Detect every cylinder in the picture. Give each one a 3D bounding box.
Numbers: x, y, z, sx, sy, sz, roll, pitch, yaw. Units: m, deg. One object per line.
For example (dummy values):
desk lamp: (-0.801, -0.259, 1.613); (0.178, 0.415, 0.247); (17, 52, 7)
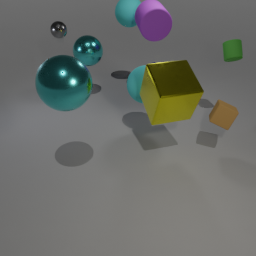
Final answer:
cylinder: (4.094, -3.021, 10.958); (0.700, 0.700, 0.700); (-5, -1, 0)
cylinder: (1.083, -4.708, 12.240); (1.400, 1.400, 1.400); (-4, 39, -7)

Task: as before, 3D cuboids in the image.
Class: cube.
cube: (3.266, -0.464, 9.613); (0.700, 0.700, 0.700); (27, 23, 4)
cube: (1.309, -1.120, 8.889); (1.400, 1.400, 1.400); (-9, 58, -14)

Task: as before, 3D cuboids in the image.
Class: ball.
ball: (0.065, -5.623, 13.578); (1.400, 1.400, 1.400); (0, 31, 0)
ball: (-1.594, -1.114, 7.026); (1.400, 1.400, 1.400); (0, 31, 0)
ball: (0.653, -1.606, 10.379); (1.400, 1.400, 1.400); (0, 31, 0)
ball: (-2.931, -4.152, 11.856); (0.700, 0.700, 0.700); (0, 31, 0)
ball: (-1.871, -3.597, 13.074); (1.400, 1.400, 1.400); (0, 31, 0)
